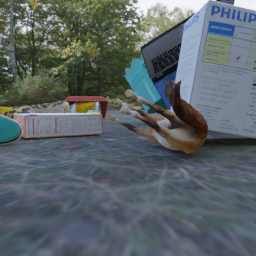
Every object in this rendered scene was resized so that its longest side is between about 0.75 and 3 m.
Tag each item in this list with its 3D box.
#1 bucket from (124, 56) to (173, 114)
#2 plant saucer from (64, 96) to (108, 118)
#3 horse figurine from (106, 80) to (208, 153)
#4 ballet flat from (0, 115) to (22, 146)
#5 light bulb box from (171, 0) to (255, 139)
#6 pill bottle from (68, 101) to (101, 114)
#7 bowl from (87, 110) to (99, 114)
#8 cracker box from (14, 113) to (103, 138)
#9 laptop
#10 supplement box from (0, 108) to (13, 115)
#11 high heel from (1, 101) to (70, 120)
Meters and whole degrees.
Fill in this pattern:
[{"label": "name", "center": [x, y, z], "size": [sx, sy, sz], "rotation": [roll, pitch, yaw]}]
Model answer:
[{"label": "bucket", "center": [1.434, -1.925, 11.176], "size": [2.794, 1.818, 2.794], "rotation": [-26, -11, -6]}, {"label": "plant saucer", "center": [-2.240, -1.125, 14.894], "size": [2.207, 0.406, 2.211], "rotation": [-1, -19, -9]}, {"label": "horse figurine", "center": [0.543, -0.046, 4.191], "size": [1.556, 0.586, 2.348], "rotation": [24, -8, -9]}, {"label": "ballet flat", "center": [-2.716, 0.076, 4.860], "size": [1.678, 0.583, 0.583], "rotation": [-2, 5, -18]}, {"label": "light bulb box", "center": [2.038, -0.925, 5.257], "size": [2.092, 2.110, 1.317], "rotation": [9, 4, -7]}, {"label": "pill bottle", "center": [-2.263, -0.905, 14.220], "size": [1.678, 0.932, 0.932], "rotation": [0, 4, 5]}, {"label": "bowl", "center": [-1.566, -0.533, 12.339], "size": [0.930, 0.500, 0.930], "rotation": [-1, 5, 0]}, {"label": "cracker box", "center": [-1.635, -0.090, 6.553], "size": [1.782, 0.514, 1.194], "rotation": [-2, 5, -32]}, {"label": "laptop", "center": [1.970, -1.577, 7.388], "size": [2.535, 1.569, 2.707], "rotation": [-32, -18, 3]}, {"label": "supplement box", "center": [-5.293, -0.544, 11.631], "size": [0.617, 0.621, 1.134], "rotation": [0, 5, 2]}, {"label": "high heel", "center": [-2.981, -0.533, 9.433], "size": [1.761, 0.882, 2.470], "rotation": [6, 14, 2]}]
